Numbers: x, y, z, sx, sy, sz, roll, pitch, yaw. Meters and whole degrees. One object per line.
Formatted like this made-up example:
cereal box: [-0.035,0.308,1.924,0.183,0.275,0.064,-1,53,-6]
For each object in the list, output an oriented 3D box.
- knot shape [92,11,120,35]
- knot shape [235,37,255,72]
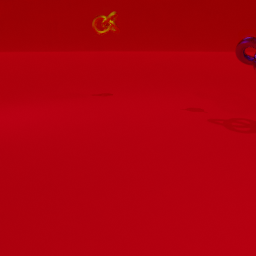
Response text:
knot shape: [-0.880,-4.087,11.044,1.063,0.525,1.136,-9,-21,2]
knot shape: [3.636,-1.743,7.093,1.489,0.735,1.591,-3,35,-37]
